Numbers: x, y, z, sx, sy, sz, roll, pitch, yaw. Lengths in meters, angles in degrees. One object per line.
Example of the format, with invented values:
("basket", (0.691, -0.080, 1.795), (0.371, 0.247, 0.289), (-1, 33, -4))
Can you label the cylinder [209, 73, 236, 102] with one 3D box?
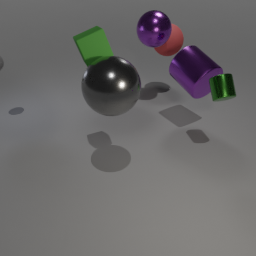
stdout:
("cylinder", (2.874, -1.220, 8.530), (0.700, 0.700, 0.700), (-9, -6, -1))

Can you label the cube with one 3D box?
("cube", (-0.863, -2.013, 6.903), (0.700, 0.700, 0.700), (-26, 30, -4))

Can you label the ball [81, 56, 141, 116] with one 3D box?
("ball", (-0.390, -0.974, 6.575), (1.400, 1.400, 1.400), (0, 31, 0))

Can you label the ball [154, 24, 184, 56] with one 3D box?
("ball", (1.778, -3.937, 12.539), (1.400, 1.400, 1.400), (0, 31, 0))

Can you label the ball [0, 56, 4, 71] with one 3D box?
("ball", (-4.927, -2.387, 10.253), (0.700, 0.700, 0.700), (0, 31, 0))

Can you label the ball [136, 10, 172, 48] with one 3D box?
("ball", (1.032, -3.913, 11.098), (1.400, 1.400, 1.400), (0, 31, 0))

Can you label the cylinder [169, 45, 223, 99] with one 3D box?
("cylinder", (2.442, -2.021, 10.152), (1.400, 1.400, 1.400), (-19, 56, -29))
